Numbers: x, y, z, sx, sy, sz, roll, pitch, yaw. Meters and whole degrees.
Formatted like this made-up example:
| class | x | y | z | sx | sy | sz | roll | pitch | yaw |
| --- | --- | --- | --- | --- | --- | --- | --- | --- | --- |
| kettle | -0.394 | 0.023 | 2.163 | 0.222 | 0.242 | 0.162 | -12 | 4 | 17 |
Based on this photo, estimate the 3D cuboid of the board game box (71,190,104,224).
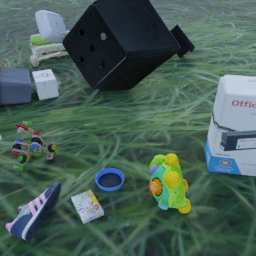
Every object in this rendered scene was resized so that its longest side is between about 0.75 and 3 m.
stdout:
| class | x | y | z | sx | sy | sz | roll | pitch | yaw |
| --- | --- | --- | --- | --- | --- | --- | --- | --- | --- |
| board game box | -0.995 | 1.900 | 6.832 | 0.531 | 0.135 | 0.789 | -18 | 38 | -24 |

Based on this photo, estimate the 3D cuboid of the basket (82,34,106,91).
| class | x | y | z | sx | sy | sz | roll | pitch | yaw |
| --- | --- | --- | --- | --- | --- | --- | --- | --- | --- |
| basket | -0.778 | -3.173 | 12.737 | 2.631 | 1.984 | 2.917 | -3 | 31 | -5 |

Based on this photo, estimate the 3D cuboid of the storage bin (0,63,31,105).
| class | x | y | z | sx | sy | sz | roll | pitch | yaw |
| --- | --- | --- | --- | --- | --- | --- | --- | --- | --- |
| storage bin | -4.664 | -1.815 | 11.260 | 1.380 | 1.495 | 2.054 | -3 | 33 | -22 |

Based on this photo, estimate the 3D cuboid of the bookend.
| class | x | y | z | sx | sy | sz | roll | pitch | yaw |
| --- | --- | --- | --- | --- | --- | --- | --- | --- | --- |
| bookend | 2.531 | -4.471 | 15.401 | 1.607 | 1.596 | 0.740 | 47 | 39 | -10 |

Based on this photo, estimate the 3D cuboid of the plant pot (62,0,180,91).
| class | x | y | z | sx | sy | sz | roll | pitch | yaw |
| --- | --- | --- | --- | --- | --- | --- | --- | --- | --- |
| plant pot | -0.396 | -2.353 | 7.874 | 2.051 | 2.312 | 2.306 | -32 | 89 | -50 |

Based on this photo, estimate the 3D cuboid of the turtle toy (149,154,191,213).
| class | x | y | z | sx | sy | sz | roll | pitch | yaw |
| --- | --- | --- | --- | --- | --- | --- | --- | --- | --- |
| turtle toy | 0.958 | 1.291 | 6.963 | 0.860 | 1.240 | 1.702 | -16 | 31 | 15 |

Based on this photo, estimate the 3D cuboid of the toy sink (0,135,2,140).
| class | x | y | z | sx | sy | sz | roll | pitch | yaw |
| --- | --- | --- | --- | --- | --- | --- | --- | --- | --- |
| toy sink | -2.656 | -0.069 | 4.774 | 0.544 | 0.835 | 0.468 | 9 | 38 | 41 |

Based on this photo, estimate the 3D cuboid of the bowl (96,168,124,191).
| class | x | y | z | sx | sy | sz | roll | pitch | yaw |
| --- | --- | --- | --- | --- | --- | --- | --- | --- | --- |
| bowl | -0.486 | 1.397 | 7.557 | 0.768 | 0.151 | 0.768 | 0 | 34 | 0 |

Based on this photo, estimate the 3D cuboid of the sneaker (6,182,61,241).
| class | x | y | z | sx | sy | sz | roll | pitch | yaw |
| --- | --- | --- | --- | --- | --- | --- | --- | --- | --- |
| sneaker | -2.174 | 1.815 | 6.578 | 0.663 | 0.568 | 1.618 | 13 | 35 | 13 |

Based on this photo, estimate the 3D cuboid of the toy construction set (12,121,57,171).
| class | x | y | z | sx | sy | sz | roll | pitch | yaw |
| --- | --- | --- | --- | --- | --- | --- | --- | --- | --- |
| toy construction set | -2.743 | 0.482 | 8.349 | 1.130 | 1.041 | 1.354 | -40 | 53 | 18 |

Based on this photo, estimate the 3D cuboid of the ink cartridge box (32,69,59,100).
| class | x | y | z | sx | sy | sz | roll | pitch | yaw |
| --- | --- | --- | --- | --- | --- | --- | --- | --- | --- |
| ink cartridge box | -3.436 | -1.817 | 11.651 | 0.804 | 0.808 | 1.101 | -14 | 38 | -19 |

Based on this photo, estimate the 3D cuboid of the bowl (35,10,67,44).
| class | x | y | z | sx | sy | sz | roll | pitch | yaw |
| --- | --- | --- | --- | --- | --- | --- | --- | --- | --- |
| bowl | -2.099 | -2.864 | 7.854 | 0.330 | 0.882 | 0.883 | -20 | -6 | 35 |

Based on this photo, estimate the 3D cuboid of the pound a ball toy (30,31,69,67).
| class | x | y | z | sx | sy | sz | roll | pitch | yaw |
| --- | --- | --- | --- | --- | --- | --- | --- | --- | --- |
| pound a ball toy | -4.022 | -4.075 | 14.957 | 2.641 | 1.122 | 1.722 | -17 | 64 | -23 |

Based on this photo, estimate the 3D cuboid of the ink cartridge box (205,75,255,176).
| class | x | y | z | sx | sy | sz | roll | pitch | yaw |
| --- | --- | --- | --- | --- | --- | --- | --- | --- | --- |
| ink cartridge box | 3.205 | 0.003 | 7.476 | 1.824 | 2.523 | 1.063 | 5 | 35 | 7 |
